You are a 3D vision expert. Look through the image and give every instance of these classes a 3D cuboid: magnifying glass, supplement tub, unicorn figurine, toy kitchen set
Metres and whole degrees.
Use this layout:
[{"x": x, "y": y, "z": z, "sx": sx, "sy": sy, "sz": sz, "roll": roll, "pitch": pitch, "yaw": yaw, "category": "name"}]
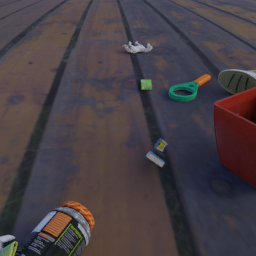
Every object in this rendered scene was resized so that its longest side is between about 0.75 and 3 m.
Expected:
[{"x": 2.541, "y": -1.630, "z": 11.079, "sx": 1.013, "sy": 0.285, "sz": 2.545, "roll": 25, "pitch": 42, "yaw": 33, "category": "magnifying glass"}, {"x": -1.258, "y": 2.022, "z": 4.788, "sx": 0.912, "sy": 0.912, "sz": 1.489, "roll": 15, "pitch": 35, "yaw": 22, "category": "supplement tub"}, {"x": 0.575, "y": -4.311, "z": 15.014, "sx": 1.554, "sy": 0.574, "sz": 1.067, "roll": -26, "pitch": 49, "yaw": -13, "category": "unicorn figurine"}, {"x": 0.745, "y": 0.549, "z": 7.060, "sx": 0.443, "sy": 0.603, "sz": 0.753, "roll": 35, "pitch": -1, "yaw": -11, "category": "toy kitchen set"}]

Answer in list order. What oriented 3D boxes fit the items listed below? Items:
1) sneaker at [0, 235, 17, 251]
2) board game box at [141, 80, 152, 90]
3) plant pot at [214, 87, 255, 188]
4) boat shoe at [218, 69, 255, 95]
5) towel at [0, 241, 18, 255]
[{"x": -2.717, "y": 2.264, "z": 4.787, "sx": 1.559, "sy": 0.586, "sz": 0.632, "roll": -23, "pitch": 31, "yaw": -32, "category": "sneaker"}, {"x": 0.741, "y": -1.740, "z": 11.339, "sx": 0.420, "sy": 0.132, "sz": 0.879, "roll": 0, "pitch": 30, "yaw": 1, "category": "board game box"}, {"x": 3.304, "y": 0.304, "z": 6.669, "sx": 1.987, "sy": 1.753, "sz": 1.989, "roll": -20, "pitch": 37, "yaw": -28, "category": "plant pot"}, {"x": 4.701, "y": -1.695, "z": 10.617, "sx": 2.571, "sy": 0.961, "sz": 0.879, "roll": 17, "pitch": 32, "yaw": 9, "category": "boat shoe"}, {"x": -2.117, "y": 2.434, "z": 4.060, "sx": 1.422, "sy": 0.162, "sz": 1.021, "roll": -44, "pitch": 32, "yaw": 11, "category": "towel"}]
